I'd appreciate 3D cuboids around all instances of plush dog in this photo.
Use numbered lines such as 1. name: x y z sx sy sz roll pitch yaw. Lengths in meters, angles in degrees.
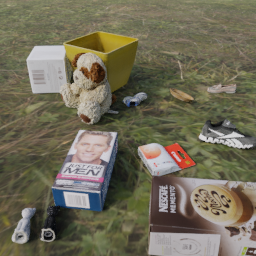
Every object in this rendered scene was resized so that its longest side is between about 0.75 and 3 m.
1. plush dog: -1.470 -1.893 11.735 2.307 2.470 2.875 -20 38 -27

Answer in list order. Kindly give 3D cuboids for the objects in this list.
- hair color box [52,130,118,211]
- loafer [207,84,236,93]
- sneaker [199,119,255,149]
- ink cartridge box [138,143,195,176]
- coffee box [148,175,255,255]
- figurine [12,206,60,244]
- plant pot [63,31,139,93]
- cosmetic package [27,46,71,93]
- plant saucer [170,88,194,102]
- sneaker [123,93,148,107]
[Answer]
1. hair color box: -1.192 1.172 8.619 1.371 0.829 2.741 4 34 6
2. loafer: 4.600 -1.979 13.720 1.370 0.431 0.492 2 34 3
3. sneaker: 3.618 0.162 9.951 2.051 0.928 0.682 10 20 15
4. ink cartridge box: 1.280 0.933 9.318 1.549 0.388 1.256 -16 38 -16
5. coffee box: 1.956 2.182 6.799 2.883 1.151 1.629 3 34 5
6. figurine: -2.326 2.398 7.205 1.077 0.463 1.050 -3 26 -4
7. plant pot: -1.246 -3.141 13.786 2.604 2.297 2.604 21 39 28
8. cosmetic package: -3.855 -2.974 14.021 1.745 1.756 2.098 -3 34 -5
9. plant saucer: 2.432 -1.481 12.868 1.192 0.211 1.192 21 20 -8
10. sneaker: 0.392 -1.217 12.666 1.166 0.449 0.497 -19 48 -15
